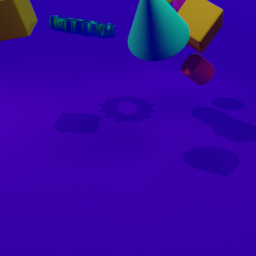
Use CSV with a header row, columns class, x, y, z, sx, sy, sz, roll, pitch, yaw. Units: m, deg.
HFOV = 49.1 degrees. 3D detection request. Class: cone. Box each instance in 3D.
class,x,y,z,sx,sy,sz,roll,pitch,yaw
cone,0.500,-2.331,5.629,1.376,1.381,1.376,-7,61,13

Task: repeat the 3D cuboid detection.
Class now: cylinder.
class,x,y,z,sx,sy,sz,roll,pitch,yaw
cylinder,2.180,-1.824,8.734,0.747,0.747,0.747,25,13,-37

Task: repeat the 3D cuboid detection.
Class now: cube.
class,x,y,z,sx,sy,sz,roll,pitch,yaw
cube,-3.340,-3.202,7.842,1.068,1.068,1.068,-8,43,6
cube,1.851,-2.762,7.487,0.962,0.962,0.962,38,8,17

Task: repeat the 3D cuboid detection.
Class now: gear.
class,x,y,z,sx,sy,sz,roll,pitch,yaw
gear,-1.439,-3.254,9.004,2.060,0.381,2.060,8,22,-3

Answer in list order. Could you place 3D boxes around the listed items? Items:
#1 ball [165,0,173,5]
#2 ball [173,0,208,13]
class,x,y,z,sx,sy,sz,roll,pitch,yaw
ball,0.868,-4.019,8.068,1.101,1.101,1.101,0,30,0
ball,2.001,-4.102,9.034,1.102,1.102,1.102,0,30,0
